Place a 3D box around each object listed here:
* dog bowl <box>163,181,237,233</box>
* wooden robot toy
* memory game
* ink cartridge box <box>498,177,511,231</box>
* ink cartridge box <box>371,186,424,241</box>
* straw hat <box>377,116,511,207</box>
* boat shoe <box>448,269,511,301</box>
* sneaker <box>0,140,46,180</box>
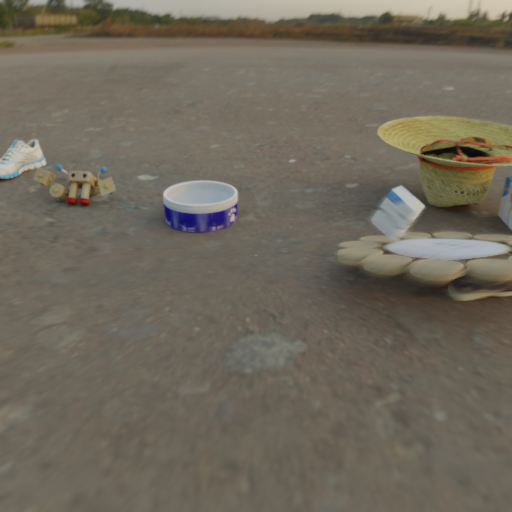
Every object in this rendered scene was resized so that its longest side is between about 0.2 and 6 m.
[{"bbox_3d":[-1.283,-1.163,13.008,1.705,0.672,1.705,0,26,0],"label":"dog bowl"},{"bbox_3d":[-4.454,-1.697,14.293,2.221,0.978,1.008,4,-9,10],"label":"wooden robot toy"},{"bbox_3d":[3.428,-0.049,10.053,4.000,0.255,4.000,-1,10,0],"label":"memory game"},{"bbox_3d":[5.987,-1.086,12.485,0.581,0.992,1.372,1,26,1],"label":"ink cartridge box"},{"bbox_3d":[2.584,-0.777,10.277,0.343,0.819,0.594,-28,66,-39],"label":"ink cartridge box"},{"bbox_3d":[4.838,-2.069,13.669,4.068,1.722,4.068,0,28,0],"label":"straw hat"},{"bbox_3d":[4.165,0.370,9.745,1.600,0.518,0.575,-11,47,3],"label":"boat shoe"},{"bbox_3d":[-7.011,-2.830,16.154,0.799,0.923,2.131,10,29,17],"label":"sneaker"}]
